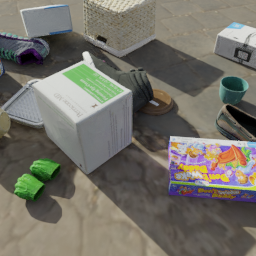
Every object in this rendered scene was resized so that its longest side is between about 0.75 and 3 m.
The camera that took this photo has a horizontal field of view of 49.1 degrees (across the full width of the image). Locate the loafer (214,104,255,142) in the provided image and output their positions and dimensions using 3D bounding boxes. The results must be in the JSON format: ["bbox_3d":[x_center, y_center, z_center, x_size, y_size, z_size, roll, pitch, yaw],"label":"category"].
[{"bbox_3d":[3.400,0.164,7.250,2.403,0.756,0.863,30,54,27],"label":"loafer"}]

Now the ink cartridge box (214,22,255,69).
[{"bbox_3d":[4.672,-3.003,10.413,2.441,0.814,1.414,31,52,27],"label":"ink cartridge box"}]

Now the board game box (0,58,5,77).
[{"bbox_3d":[-4.654,-2.318,8.647,0.401,2.329,1.577,6,46,5],"label":"board game box"}]

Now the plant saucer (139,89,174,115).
[{"bbox_3d":[0.820,-0.854,8.707,1.220,0.180,1.220,0,45,0],"label":"plant saucer"}]

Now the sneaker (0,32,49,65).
[{"bbox_3d":[-4.198,-2.805,10.186,2.480,0.923,1.086,2,50,1],"label":"sneaker"}]

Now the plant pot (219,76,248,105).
[{"bbox_3d":[3.190,-1.104,8.618,0.807,0.647,0.807,0,45,0],"label":"plant pot"}]

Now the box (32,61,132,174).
[{"bbox_3d":[-1.057,-0.299,6.943,1.586,1.852,1.842,-35,55,-27],"label":"box"}]

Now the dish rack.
[{"bbox_3d":[-2.704,-0.705,8.399,1.560,0.396,1.817,17,47,15],"label":"dish rack"}]

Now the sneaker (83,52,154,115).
[{"bbox_3d":[-0.294,-1.527,8.668,1.479,1.055,2.983,-26,56,-13],"label":"sneaker"}]

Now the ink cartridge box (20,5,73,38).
[{"bbox_3d":[-3.281,-4.291,11.125,1.689,0.975,2.328,-15,27,-16],"label":"ink cartridge box"}]

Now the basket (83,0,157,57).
[{"bbox_3d":[-0.344,-4.298,11.046,2.224,1.805,2.244,35,56,28],"label":"basket"}]

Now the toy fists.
[{"bbox_3d":[-2.113,1.171,6.515,0.600,0.405,1.176,23,47,12],"label":"toy fists"}]

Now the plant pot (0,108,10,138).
[{"bbox_3d":[-3.523,-0.142,7.230,0.759,1.131,1.131,-5,44,7],"label":"plant pot"}]

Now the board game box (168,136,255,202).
[{"bbox_3d":[2.061,0.946,6.667,2.145,0.480,1.442,4,45,4],"label":"board game box"}]
